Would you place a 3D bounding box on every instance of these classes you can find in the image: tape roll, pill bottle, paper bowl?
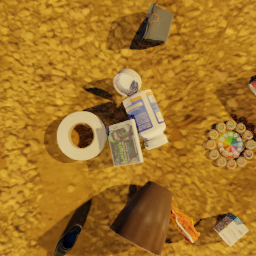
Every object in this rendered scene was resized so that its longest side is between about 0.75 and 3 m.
[{"bbox_3d":[-1.871,0.323,11.471,2.034,0.372,2.034,0,86,1],"label":"tape roll"},{"bbox_3d":[0.741,-0.297,11.072,1.232,1.232,2.199,-21,88,-1],"label":"pill bottle"},{"bbox_3d":[0.016,-1.875,11.320,1.107,1.107,0.576,30,45,2],"label":"paper bowl"}]

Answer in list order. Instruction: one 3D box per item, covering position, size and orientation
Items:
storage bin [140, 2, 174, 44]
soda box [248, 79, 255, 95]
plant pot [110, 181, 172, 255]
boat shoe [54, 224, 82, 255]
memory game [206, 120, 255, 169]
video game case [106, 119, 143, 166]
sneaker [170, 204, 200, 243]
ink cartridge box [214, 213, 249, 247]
[{"bbox_3d":[1.232,-4.223,11.462,1.001,1.084,1.490,14,87,-9],"label":"storage bin"},{"bbox_3d":[6.137,-1.030,11.312,0.926,0.839,2.646,-36,87,-2],"label":"soda box"},{"bbox_3d":[0.737,3.243,10.633,2.108,2.108,2.256,27,75,2],"label":"plant pot"},{"bbox_3d":[-2.430,4.590,11.144,0.593,0.526,1.587,43,88,2],"label":"boat shoe"},{"bbox_3d":[4.245,0.681,11.569,2.065,0.132,2.065,0,87,0],"label":"memory game"},{"bbox_3d":[-0.167,0.616,11.048,1.526,0.196,1.678,-16,86,44],"label":"video game case"},{"bbox_3d":[2.167,3.722,11.245,0.689,0.652,1.787,-36,90,-26],"label":"sneaker"},{"bbox_3d":[4.056,4.006,11.087,0.966,0.706,0.709,-40,87,-2],"label":"ink cartridge box"}]
